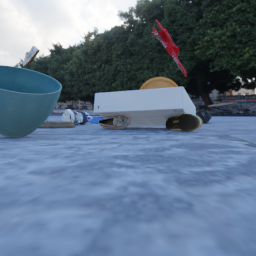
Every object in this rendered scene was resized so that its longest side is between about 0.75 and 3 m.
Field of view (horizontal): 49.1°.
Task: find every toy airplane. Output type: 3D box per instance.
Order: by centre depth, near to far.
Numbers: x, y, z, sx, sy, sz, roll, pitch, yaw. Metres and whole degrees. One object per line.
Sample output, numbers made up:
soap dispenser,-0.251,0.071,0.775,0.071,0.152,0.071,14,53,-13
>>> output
toy airplane,1.024,-2.120,7.075,0.321,1.743,1.743,-37,-8,17

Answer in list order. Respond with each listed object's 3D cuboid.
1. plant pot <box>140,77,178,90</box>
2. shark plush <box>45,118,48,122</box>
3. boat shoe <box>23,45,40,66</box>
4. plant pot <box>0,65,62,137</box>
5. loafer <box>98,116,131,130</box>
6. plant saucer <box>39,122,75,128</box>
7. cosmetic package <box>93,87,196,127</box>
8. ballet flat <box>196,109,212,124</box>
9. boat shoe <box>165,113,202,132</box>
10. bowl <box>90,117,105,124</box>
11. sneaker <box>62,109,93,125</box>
plant pot,1.810,-1.430,15.816,2.642,2.642,1.849,0,19,4
shark plush,-4.467,-0.239,12.373,2.103,0.955,0.876,-29,0,-39
boat shoe,-3.756,-2.758,10.687,0.989,0.343,0.350,-38,10,28
plant pot,-2.558,-0.536,6.353,1.870,1.260,1.870,14,22,-6
loafer,-0.474,-0.181,9.325,1.176,0.423,0.370,-7,-23,34
plant saucer,-2.823,-0.129,10.838,1.548,0.228,1.548,-1,2,0
cosmetic package,0.657,-0.628,9.643,2.977,0.769,2.244,-1,-10,22
ballet flat,4.244,-0.506,15.701,0.929,0.795,2.797,-29,-12,18
boat shoe,1.812,-0.141,8.610,0.577,0.543,1.514,11,-3,-27
bowl,-1.235,-0.425,15.291,1.722,0.338,1.722,0,3,0
sneaker,-2.230,-0.507,12.923,1.331,0.732,1.817,-6,0,-23
